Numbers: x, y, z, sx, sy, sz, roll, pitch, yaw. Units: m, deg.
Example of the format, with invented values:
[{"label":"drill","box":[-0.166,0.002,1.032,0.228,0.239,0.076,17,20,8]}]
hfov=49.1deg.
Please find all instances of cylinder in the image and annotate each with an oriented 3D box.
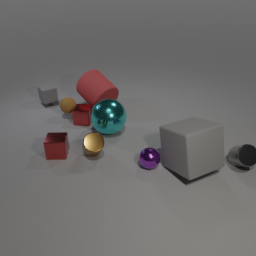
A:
[{"label":"cylinder","box":[3.685,0.890,8.965,0.700,0.700,0.700,-3,-8,-5]},{"label":"cylinder","box":[-1.185,0.574,9.516,0.700,0.700,0.700,4,70,-11]},{"label":"cylinder","box":[-1.371,-1.674,12.604,1.400,1.400,1.400,-26,61,-38]}]

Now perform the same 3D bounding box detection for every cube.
[{"label":"cube","box":[-1.891,-0.558,11.806,0.700,0.700,0.700,4,30,7]},{"label":"cube","box":[-3.785,-1.629,13.230,0.700,0.700,0.700,-18,37,-28]},{"label":"cube","box":[1.983,0.570,8.740,1.400,1.400,1.400,-15,18,-24]},{"label":"cube","box":[-2.465,0.618,9.714,0.700,0.700,0.700,-1,29,-2]}]

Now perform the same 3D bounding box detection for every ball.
[{"label":"ball","box":[0.704,0.975,9.092,0.700,0.700,0.700,0,29,0]},{"label":"ball","box":[-2.559,-0.967,11.965,0.700,0.700,0.700,0,29,0]},{"label":"ball","box":[-0.752,-0.445,10.874,1.400,1.400,1.400,0,29,0]}]
